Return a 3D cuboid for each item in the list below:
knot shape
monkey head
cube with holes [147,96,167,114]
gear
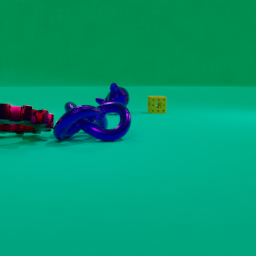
[{"bbox_3d":[-1.004,-0.208,7.092,1.914,0.884,1.791,-4,10,-25],"label":"knot shape"},{"bbox_3d":[-0.634,-1.296,12.026,1.352,1.133,1.880,23,-8,18],"label":"monkey head"},{"bbox_3d":[1.306,-1.063,12.738,0.718,0.718,0.718,-1,11,-7],"label":"cube with holes"},{"bbox_3d":[-2.702,-0.164,6.593,1.832,0.339,1.832,-1,-11,0],"label":"gear"}]
